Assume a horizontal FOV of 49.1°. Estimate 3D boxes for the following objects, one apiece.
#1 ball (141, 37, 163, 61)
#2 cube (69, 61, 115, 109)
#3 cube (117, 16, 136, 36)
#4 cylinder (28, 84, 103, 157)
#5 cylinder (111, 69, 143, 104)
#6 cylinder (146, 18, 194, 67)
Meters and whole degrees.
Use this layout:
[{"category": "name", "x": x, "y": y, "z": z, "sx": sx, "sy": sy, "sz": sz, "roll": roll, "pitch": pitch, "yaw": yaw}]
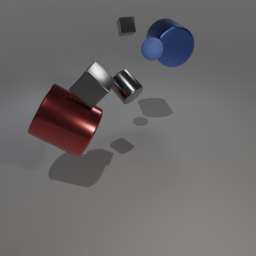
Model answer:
[{"category": "ball", "x": 0.753, "y": -2.471, "z": 8.778, "sx": 0.700, "sy": 0.700, "sz": 0.700, "roll": 0, "pitch": 31, "yaw": 0}, {"category": "cube", "x": -0.845, "y": -1.027, "z": 6.711, "sx": 0.700, "sy": 0.700, "sz": 0.700, "roll": 42, "pitch": 31, "yaw": -15}, {"category": "cube", "x": -0.084, "y": -4.633, "z": 12.792, "sx": 0.700, "sy": 0.700, "sz": 0.700, "roll": -9, "pitch": 8, "yaw": -10}, {"category": "cylinder", "x": -1.560, "y": -0.184, "z": 7.068, "sx": 1.400, "sy": 1.400, "sz": 1.400, "roll": 28, "pitch": 28, "yaw": -14}, {"category": "cylinder", "x": -0.053, "y": -1.136, "z": 7.763, "sx": 0.700, "sy": 0.700, "sz": 0.700, "roll": -32, "pitch": 77, "yaw": -41}, {"category": "cylinder", "x": 1.480, "y": -3.085, "z": 10.088, "sx": 1.400, "sy": 1.400, "sz": 1.400, "roll": -5, "pitch": 33, "yaw": -9}]
